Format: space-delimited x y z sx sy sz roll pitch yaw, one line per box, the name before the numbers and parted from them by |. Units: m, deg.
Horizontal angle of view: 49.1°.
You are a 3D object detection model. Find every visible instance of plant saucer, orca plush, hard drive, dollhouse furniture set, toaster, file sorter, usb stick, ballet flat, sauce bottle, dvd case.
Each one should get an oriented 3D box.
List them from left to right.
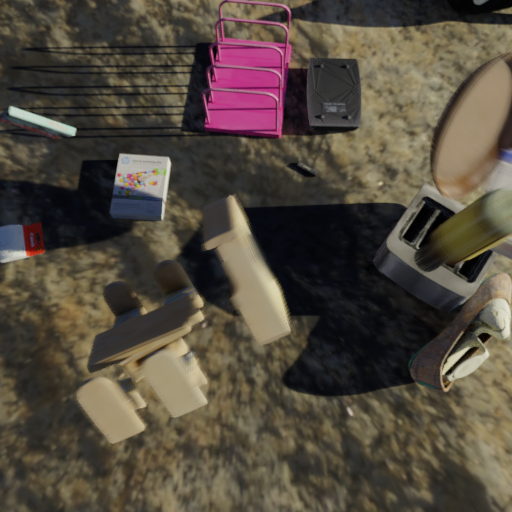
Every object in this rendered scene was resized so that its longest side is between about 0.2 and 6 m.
dvd case | -3.653 -2.174 9.274 1.020 1.397 0.154 15 91 -31
dollhouse furniture set | -1.131 0.633 7.503 2.646 2.431 1.722 -23 116 5
file sorter | -0.161 -3.858 11.481 1.601 1.444 2.303 6 71 3
usb stick | 1.044 -1.776 11.484 0.483 0.079 0.134 31 74 10
hard drive | 1.639 -3.408 11.897 1.150 0.361 1.705 1 71 0
toaster | 3.300 -0.103 10.313 1.827 1.199 2.021 34 75 12
sauce bottle | 2.609 -0.237 7.104 0.591 1.826 0.591 5 70 -15
ballet flat | 3.878 1.410 9.890 2.652 0.892 0.903 -46 120 -8
plant saucer | 3.419 -1.989 8.539 2.375 2.375 0.381 -38 52 -12
orca plush | 6.375 -6.133 12.602 4.387 1.559 2.308 -26 28 -13

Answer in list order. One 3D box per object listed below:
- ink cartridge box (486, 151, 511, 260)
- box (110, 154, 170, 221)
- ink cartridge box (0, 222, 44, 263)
ink cartridge box | 3.737 -0.681 7.888 1.023 0.360 1.715 27 61 15
box | -2.316 -1.379 11.249 1.026 0.271 1.315 4 70 1
ink cartridge box | -4.614 -0.291 10.905 0.855 0.202 0.685 -13 71 -3
